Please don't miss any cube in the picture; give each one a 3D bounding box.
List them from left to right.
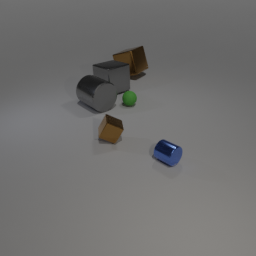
[{"bbox_3d":[-0.647,0.031,10.433,0.700,0.700,0.700,22,25,-20],"label":"cube"},{"bbox_3d":[-0.862,-2.677,14.769,1.400,1.400,1.400,-23,33,-35],"label":"cube"},{"bbox_3d":[0.169,-3.973,16.782,1.400,1.400,1.400,-1,25,37],"label":"cube"}]

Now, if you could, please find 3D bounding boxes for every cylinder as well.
[{"bbox_3d":[-1.453,-1.614,12.945,1.400,1.400,1.400,-23,37,-35],"label":"cylinder"},{"bbox_3d":[1.338,0.817,9.343,0.700,0.700,0.700,-25,37,-37],"label":"cylinder"}]

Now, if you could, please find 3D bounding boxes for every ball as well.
[{"bbox_3d":[0.074,-1.411,13.280,0.700,0.700,0.700,0,29,0],"label":"ball"}]
